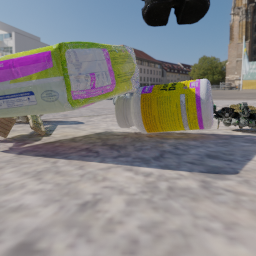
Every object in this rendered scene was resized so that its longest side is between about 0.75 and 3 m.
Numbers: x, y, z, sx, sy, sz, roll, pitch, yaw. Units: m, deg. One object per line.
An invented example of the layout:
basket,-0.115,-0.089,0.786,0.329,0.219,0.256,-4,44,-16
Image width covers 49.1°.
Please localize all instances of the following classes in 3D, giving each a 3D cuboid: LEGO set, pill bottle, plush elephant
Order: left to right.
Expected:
plush elephant,-0.154,-1.122,12.833,0.984,0.925,1.195,3,7,24
pill bottle,0.770,-0.423,6.030,2.000,1.043,1.043,-5,5,19
LEGO set,2.922,-0.134,6.382,1.867,0.815,2.875,-4,20,-15

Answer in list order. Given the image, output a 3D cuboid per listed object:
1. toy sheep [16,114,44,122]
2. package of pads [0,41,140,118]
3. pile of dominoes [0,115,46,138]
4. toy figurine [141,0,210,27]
toy sheep,-3.335,-0.858,8.962,2.197,1.514,1.514,22,3,-10
package of pads,-1.208,-0.929,5.215,2.242,0.990,2.902,-4,12,23
pile of dominoes,-3.115,-0.546,6.492,2.208,0.451,2.833,30,2,-27
toy figurine,0.390,-2.119,1.609,2.627,1.828,2.586,4,-13,-43
